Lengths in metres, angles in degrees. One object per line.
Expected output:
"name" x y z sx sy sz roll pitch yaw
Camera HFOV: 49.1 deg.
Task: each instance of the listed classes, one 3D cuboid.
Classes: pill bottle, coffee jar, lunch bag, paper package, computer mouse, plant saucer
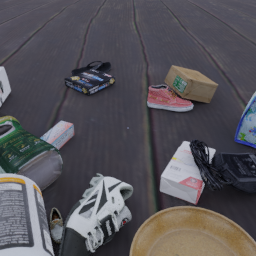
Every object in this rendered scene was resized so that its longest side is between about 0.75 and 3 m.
"pill bottle" -2.138 2.200 4.901 1.589 1.589 2.730 -12 35 -18
"coffee jar" -3.148 0.620 7.636 2.796 1.193 1.458 28 50 35
"lunch bag" 4.452 -0.707 8.645 1.469 2.305 1.960 21 38 29
"paper package" 2.508 -1.781 11.265 1.517 0.823 1.591 6 29 -27
"computer mouse" 2.802 1.127 7.164 2.509 0.661 1.738 7 35 -12
"plant saucer" 1.294 2.625 5.247 2.562 0.454 2.562 2 35 -1

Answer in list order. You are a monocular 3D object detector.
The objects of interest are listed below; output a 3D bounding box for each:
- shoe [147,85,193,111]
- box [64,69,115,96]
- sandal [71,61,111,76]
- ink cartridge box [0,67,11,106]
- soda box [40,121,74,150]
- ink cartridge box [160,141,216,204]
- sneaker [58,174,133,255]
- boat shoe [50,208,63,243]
"shoe" 1.611 -1.152 10.634 1.759 0.800 0.628 7 28 12
"box" -1.681 -2.082 12.437 1.633 0.406 1.620 26 43 35
"sandal" -1.720 -2.930 13.671 2.115 0.453 0.804 -22 39 -29
"ink cartridge box" -5.911 -1.212 10.405 2.083 1.176 2.839 -3 34 -2
"soda box" -2.276 0.339 8.745 0.494 0.459 1.443 14 35 19
"ink cartridge box" 1.638 1.110 7.474 0.992 0.575 1.704 17 39 24
"sneaker" -0.556 1.932 5.898 1.125 0.942 2.543 7 35 15
"boat shoe" -1.591 2.138 6.189 0.309 0.283 0.827 -13 36 -19
